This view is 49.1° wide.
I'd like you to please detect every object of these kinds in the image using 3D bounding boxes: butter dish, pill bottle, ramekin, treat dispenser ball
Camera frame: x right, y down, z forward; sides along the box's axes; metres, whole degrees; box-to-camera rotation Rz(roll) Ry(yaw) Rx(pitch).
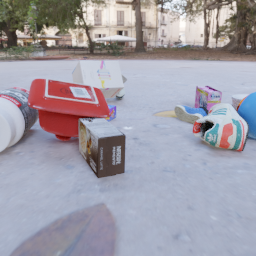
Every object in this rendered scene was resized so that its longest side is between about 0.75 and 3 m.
[{"bbox_3d":[-1.916,-0.406,8.781,2.339,1.734,2.346,6,26,-19],"label":"butter dish"},{"bbox_3d":[-3.861,-0.315,8.795,1.576,1.576,2.767,-1,17,-3],"label":"pill bottle"},{"bbox_3d":[5.406,-1.022,12.453,1.565,0.729,1.565,-1,17,0],"label":"ramekin"},{"bbox_3d":[4.369,-0.425,9.187,1.580,1.580,1.580,0,17,0],"label":"treat dispenser ball"}]

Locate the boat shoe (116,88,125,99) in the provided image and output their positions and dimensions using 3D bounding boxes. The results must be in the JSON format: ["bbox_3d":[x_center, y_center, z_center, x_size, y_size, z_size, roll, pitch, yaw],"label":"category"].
[{"bbox_3d":[-0.477,-1.888,15.613,0.571,0.472,1.526,8,25,-9],"label":"boat shoe"}]

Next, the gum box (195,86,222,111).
[{"bbox_3d":[3.568,-1.266,12.673,0.616,1.056,1.862,-1,17,-4],"label":"gum box"}]

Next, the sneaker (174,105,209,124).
[{"bbox_3d":[2.642,-0.594,11.262,0.859,0.593,1.544,-18,28,-31],"label":"sneaker"}]

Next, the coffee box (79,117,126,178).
[{"bbox_3d":[-0.733,0.427,7.322,0.719,1.031,1.803,-6,20,-23],"label":"coffee box"}]

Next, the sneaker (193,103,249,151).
[{"bbox_3d":[2.782,-0.181,9.175,1.401,1.055,2.997,6,20,0],"label":"sneaker"}]

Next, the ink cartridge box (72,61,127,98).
[{"bbox_3d":[-1.416,-2.435,14.329,2.409,1.509,1.549,-7,-12,-28],"label":"ink cartridge box"}]

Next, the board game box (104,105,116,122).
[{"bbox_3d":[-1.644,-0.453,10.953,1.579,0.526,2.349,7,19,21],"label":"board game box"}]
